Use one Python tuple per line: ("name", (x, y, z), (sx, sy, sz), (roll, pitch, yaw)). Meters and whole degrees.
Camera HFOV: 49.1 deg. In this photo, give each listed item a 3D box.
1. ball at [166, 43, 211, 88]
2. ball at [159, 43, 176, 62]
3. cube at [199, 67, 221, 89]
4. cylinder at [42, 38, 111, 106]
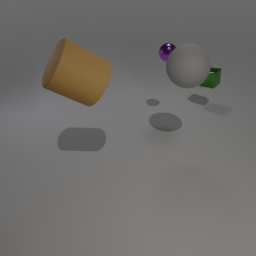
("ball", (1.924, -1.978, 8.973), (1.400, 1.400, 1.400), (0, 32, 0))
("ball", (1.513, -2.863, 10.594), (0.700, 0.700, 0.700), (0, 32, 0))
("cube", (3.591, -2.208, 12.244), (0.700, 0.700, 0.700), (17, 36, 34))
("cylinder", (-1.394, -1.473, 7.585), (1.400, 1.400, 1.400), (22, 22, -29))
